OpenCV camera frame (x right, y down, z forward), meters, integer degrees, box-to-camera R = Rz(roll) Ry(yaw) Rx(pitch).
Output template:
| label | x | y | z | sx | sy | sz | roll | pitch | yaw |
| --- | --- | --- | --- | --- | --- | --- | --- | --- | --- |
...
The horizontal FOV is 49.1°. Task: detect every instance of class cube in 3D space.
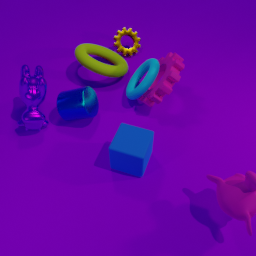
| label | x | y | z | sx | sy | sz | roll | pitch | yaw |
| --- | --- | --- | --- | --- | --- | --- | --- | --- | --- |
| cube | 0.103 | 0.610 | 7.755 | 0.965 | 0.965 | 0.965 | 15 | 51 | 13 |

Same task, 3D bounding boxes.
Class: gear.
| label | x | y | z | sx | sy | sz | roll | pitch | yaw |
| --- | --- | --- | --- | --- | --- | --- | --- | --- | --- |
| gear | 1.062 | -1.594 | 9.195 | 0.346 | 1.870 | 1.870 | 31 | 46 | -21 |
| gear | -0.039 | -3.469 | 11.342 | 1.122 | 0.207 | 1.122 | 0 | 91 | -17 |

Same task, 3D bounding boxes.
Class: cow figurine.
| label | x | y | z | sx | sy | sz | roll | pitch | yaw |
| --- | --- | --- | --- | --- | --- | --- | --- | --- | --- |
| cow figurine | -2.945 | -0.877 | 8.664 | 0.955 | 1.712 | 1.740 | -1 | 39 | -21 |

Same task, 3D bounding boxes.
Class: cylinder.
| label | x | y | z | sx | sy | sz | roll | pitch | yaw |
| --- | --- | --- | --- | --- | --- | --- | --- | --- | --- |
| cylinder | -1.561 | -0.749 | 8.786 | 0.975 | 0.975 | 0.975 | -7 | 46 | 22 |

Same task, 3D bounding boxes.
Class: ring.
| label | x | y | z | sx | sy | sz | roll | pitch | yaw |
| --- | --- | --- | --- | --- | --- | --- | --- | --- | --- |
| ring | 0.479 | -1.650 | 9.443 | 0.316 | 1.582 | 1.582 | 32 | 46 | -21 |
| ring | -0.963 | -2.520 | 10.380 | 2.059 | 0.412 | 2.059 | 19 | 32 | -12 |

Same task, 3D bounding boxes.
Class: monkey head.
| label | x | y | z | sx | sy | sz | roll | pitch | yaw |
| --- | --- | --- | --- | --- | --- | --- | --- | --- | --- |
| monkey head | 2.501 | 1.487 | 6.288 | 0.974 | 1.163 | 1.617 | -29 | 54 | -3 |
